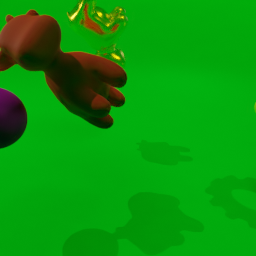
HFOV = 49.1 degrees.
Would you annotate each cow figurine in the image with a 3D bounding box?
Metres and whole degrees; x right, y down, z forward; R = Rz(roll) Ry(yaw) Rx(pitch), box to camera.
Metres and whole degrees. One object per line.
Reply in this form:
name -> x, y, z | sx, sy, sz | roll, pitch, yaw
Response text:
cow figurine -> -0.601, -1.768, 5.598 | 1.503, 1.479, 0.825 | 23, 35, -26
cow figurine -> -0.863, -0.732, 3.793 | 1.666, 0.929, 1.693 | 27, -13, 5

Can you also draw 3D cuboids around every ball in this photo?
ball -> -1.615, -0.117, 3.392 | 0.753, 0.753, 0.753 | 0, 27, 0

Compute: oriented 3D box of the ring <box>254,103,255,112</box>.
ring -> 2.939, -0.601, 4.500 | 1.753, 0.351, 1.753 | -22, -2, -1
